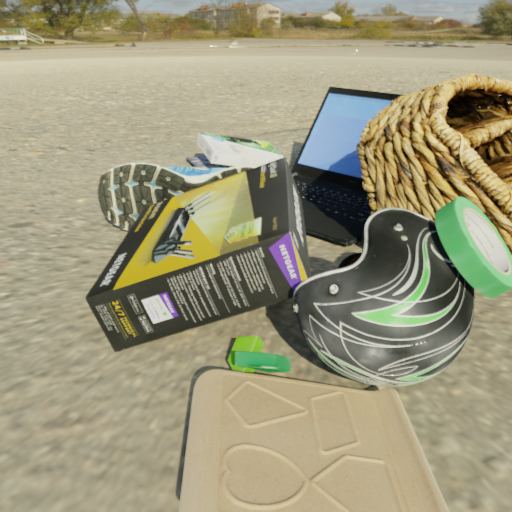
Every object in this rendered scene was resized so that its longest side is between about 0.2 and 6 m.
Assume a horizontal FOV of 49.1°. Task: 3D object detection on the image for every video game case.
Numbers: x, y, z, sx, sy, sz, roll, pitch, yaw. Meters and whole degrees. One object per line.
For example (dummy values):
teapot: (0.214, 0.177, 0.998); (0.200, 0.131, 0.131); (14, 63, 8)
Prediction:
video game case: (-1.217, -2.376, 14.451); (0.896, 0.119, 1.255); (-9, 25, -19)

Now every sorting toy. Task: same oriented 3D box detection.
sorting toy: (0.399, 1.561, 5.274); (2.033, 0.405, 2.750); (5, 22, -4)

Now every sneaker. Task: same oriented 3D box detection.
sneaker: (-1.282, -1.065, 10.539); (3.328, 1.304, 1.497); (2, 9, 0)

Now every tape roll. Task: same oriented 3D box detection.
tape roll: (2.262, -0.096, 5.739); (0.257, 1.068, 1.068); (-37, 1, 36)

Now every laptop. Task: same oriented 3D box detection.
laptop: (1.644, -2.070, 11.425); (3.511, 2.046, 3.962); (21, 32, 40)

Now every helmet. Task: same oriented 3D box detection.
helmet: (1.362, 0.548, 6.007); (1.790, 1.790, 1.707); (17, 60, 33)

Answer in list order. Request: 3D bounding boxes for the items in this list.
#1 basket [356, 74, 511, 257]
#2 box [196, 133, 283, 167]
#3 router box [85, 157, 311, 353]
basket: (3.763, -1.610, 8.872); (3.705, 2.644, 2.760); (-23, 13, -42)
box: (-0.366, -2.599, 13.998); (1.972, 0.358, 1.423); (4, 28, -25)
router box: (-0.613, -0.198, 7.765); (2.531, 0.841, 3.219); (-18, 23, 9)
